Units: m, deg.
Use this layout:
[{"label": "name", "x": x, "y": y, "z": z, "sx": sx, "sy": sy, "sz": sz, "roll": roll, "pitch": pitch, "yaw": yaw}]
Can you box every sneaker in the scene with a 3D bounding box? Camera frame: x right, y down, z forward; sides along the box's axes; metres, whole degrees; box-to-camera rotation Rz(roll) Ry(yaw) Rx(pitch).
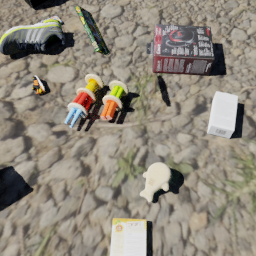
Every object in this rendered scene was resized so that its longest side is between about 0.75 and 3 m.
[{"label": "sneaker", "x": -3.911, "y": -3.624, "z": 11.619, "sx": 2.795, "sy": 1.033, "sz": 1.131, "roll": -26, "pitch": 64, "yaw": -14}, {"label": "sneaker", "x": -3.530, "y": -1.650, "z": 10.730, "sx": 0.412, "sy": 0.320, "sz": 0.915, "roll": -29, "pitch": 64, "yaw": -20}]

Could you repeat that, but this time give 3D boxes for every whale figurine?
[{"label": "whale figurine", "x": 0.875, "y": 1.661, "z": 8.535, "sx": 0.965, "sy": 0.629, "sz": 1.213, "roll": 25, "pitch": 82, "yaw": 35}]

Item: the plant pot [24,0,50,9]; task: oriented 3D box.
[{"label": "plant pot", "x": -4.614, "y": -7.144, "z": 13.496, "sx": 1.616, "sy": 1.817, "sz": 1.822, "roll": 31, "pitch": 62, "yaw": 32}]

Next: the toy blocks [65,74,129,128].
[{"label": "toy blocks", "x": -1.130, "y": -0.790, "z": 9.914, "sx": 1.785, "sy": 0.778, "sz": 2.142, "roll": 17, "pitch": 59, "yaw": 11}]

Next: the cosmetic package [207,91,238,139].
[{"label": "cosmetic package", "x": 3.331, "y": -0.477, "z": 9.838, "sx": 0.793, "sy": 0.557, "sz": 1.563, "roll": 15, "pitch": 59, "yaw": 9}]

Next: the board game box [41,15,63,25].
[{"label": "board game box", "x": -3.520, "y": -4.819, "z": 12.857, "sx": 0.861, "sy": 0.148, "sz": 0.583, "roll": -31, "pitch": 62, "yaw": -18}]

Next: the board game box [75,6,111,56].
[{"label": "board game box", "x": -1.014, "y": -2.812, "z": 8.153, "sx": 0.168, "sy": 0.752, "sz": 1.435, "roll": -28, "pitch": 85, "yaw": 19}]

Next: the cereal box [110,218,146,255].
[{"label": "cereal box", "x": 0.017, "y": 3.192, "z": 7.667, "sx": 0.969, "sy": 0.266, "sz": 1.347, "roll": 3, "pitch": 57, "yaw": 2}]

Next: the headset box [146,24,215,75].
[{"label": "headset box", "x": 2.034, "y": -3.196, "z": 11.329, "sx": 2.573, "sy": 0.965, "sz": 1.913, "roll": 3, "pitch": 57, "yaw": 2}]
